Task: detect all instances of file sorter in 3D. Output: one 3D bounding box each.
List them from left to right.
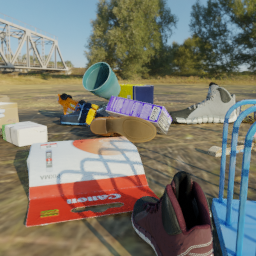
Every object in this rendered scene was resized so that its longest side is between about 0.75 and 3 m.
[{"bbox_3d":[1.826,0.654,2.373,1.792,1.584,2.583,3,11,10],"label":"file sorter"}]

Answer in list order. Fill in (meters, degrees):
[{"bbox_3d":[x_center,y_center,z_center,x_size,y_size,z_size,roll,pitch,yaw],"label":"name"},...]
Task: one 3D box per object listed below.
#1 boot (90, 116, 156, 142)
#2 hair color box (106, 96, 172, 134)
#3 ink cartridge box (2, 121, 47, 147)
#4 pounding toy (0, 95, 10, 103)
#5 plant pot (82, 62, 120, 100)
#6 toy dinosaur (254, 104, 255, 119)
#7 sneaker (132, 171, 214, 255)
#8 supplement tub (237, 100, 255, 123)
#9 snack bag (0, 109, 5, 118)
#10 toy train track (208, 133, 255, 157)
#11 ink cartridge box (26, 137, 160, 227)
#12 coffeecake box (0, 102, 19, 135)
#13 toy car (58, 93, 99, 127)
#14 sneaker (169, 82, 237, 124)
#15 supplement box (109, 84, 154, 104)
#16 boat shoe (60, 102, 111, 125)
[{"bbox_3d":[-0.173,0.009,8.356,1.905,0.731,1.479,-1,3,-1],"label":"boot"},{"bbox_3d":[0.338,-0.410,8.671,1.821,0.590,0.995,17,-13,29],"label":"hair color box"},{"bbox_3d":[-2.880,0.143,7.799,0.832,0.480,1.139,-10,15,-41],"label":"ink cartridge box"},{"bbox_3d":[-5.569,-0.758,11.117,1.867,0.972,2.125,4,12,20],"label":"pounding toy"},{"bbox_3d":[-0.750,-1.398,8.921,1.023,1.023,0.961,8,-19,34],"label":"plant pot"},{"bbox_3d":[3.694,-0.325,7.919,0.337,1.117,0.593,-14,-14,8],"label":"toy dinosaur"},{"bbox_3d":[0.471,0.841,2.962,0.633,0.967,1.674,-3,12,-15],"label":"sneaker"},{"bbox_3d":[4.869,-0.610,10.600,0.876,0.876,1.213,-10,14,-43],"label":"supplement tub"},{"bbox_3d":[-4.302,0.259,5.841,2.602,0.279,2.453,-21,1,30],"label":"snack bag"},{"bbox_3d":[2.882,0.381,6.965,2.170,0.353,1.244,-7,13,-28],"label":"toy train track"},{"bbox_3d":[-0.690,0.700,4.742,1.958,0.605,2.414,-4,9,-15],"label":"ink cartridge box"},{"bbox_3d":[-5.153,-0.282,8.703,2.620,0.957,2.011,4,12,19],"label":"coffeecake box"},{"bbox_3d":[-2.053,-0.675,10.584,1.449,0.983,2.954,20,3,-16],"label":"toy car"},{"bbox_3d":[2.837,-0.972,10.695,2.689,1.553,1.009,-1,11,-8],"label":"sneaker"},{"bbox_3d":[0.125,-1.676,14.958,1.281,1.289,2.354,-8,13,-37],"label":"supplement box"},{"bbox_3d":[-1.576,-0.607,10.771,0.991,0.808,2.355,9,15,40],"label":"boat shoe"}]
